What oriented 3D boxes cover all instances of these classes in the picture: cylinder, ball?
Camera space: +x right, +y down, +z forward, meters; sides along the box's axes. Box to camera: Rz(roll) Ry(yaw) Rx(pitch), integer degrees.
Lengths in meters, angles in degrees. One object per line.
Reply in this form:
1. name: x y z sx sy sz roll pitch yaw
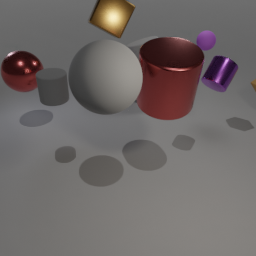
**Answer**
1. cylinder: 0.921 -1.139 6.464 1.400 1.400 1.400 1 44 -1
2. cylinder: 2.368 -1.394 7.254 0.700 0.700 0.700 30 -1 1
3. ball: -3.594 -1.922 9.575 1.400 1.400 1.400 0 30 0
4. cylinder: 0.767 -3.010 11.947 1.400 1.400 1.400 -15 24 7
5. ball: -0.423 -0.952 5.339 1.400 1.400 1.400 0 30 0
6. cylinder: -1.786 -0.984 6.676 0.700 0.700 0.700 1 33 -1
7. ball: 2.866 -3.202 10.272 0.700 0.700 0.700 0 30 0

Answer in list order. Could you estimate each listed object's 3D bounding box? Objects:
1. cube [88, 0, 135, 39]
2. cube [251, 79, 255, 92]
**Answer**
1. cube: -0.726 -4.692 11.580 1.400 1.400 1.400 24 14 -19
2. cube: 4.762 -1.403 9.515 0.700 0.700 0.700 -35 18 12
